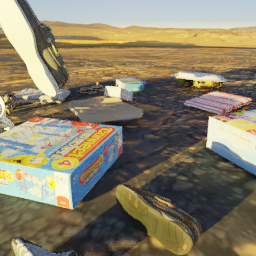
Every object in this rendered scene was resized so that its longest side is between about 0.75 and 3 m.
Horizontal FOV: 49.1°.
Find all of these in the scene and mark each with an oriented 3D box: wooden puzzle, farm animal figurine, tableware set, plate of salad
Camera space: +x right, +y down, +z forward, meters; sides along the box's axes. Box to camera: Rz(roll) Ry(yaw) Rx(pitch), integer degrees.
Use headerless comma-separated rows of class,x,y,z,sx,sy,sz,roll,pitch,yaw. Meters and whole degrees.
wooden puzzle,-0.805,-0.513,9.345,2.022,0.505,2.183,-7,20,-20
farm animal figurine,-4.637,-0.951,10.254,1.416,0.738,1.400,7,21,19
tableware set,-1.762,-1.970,13.711,0.933,0.283,1.411,14,24,34
plate of salad,3.670,-2.465,14.484,2.903,0.697,2.903,5,15,-1

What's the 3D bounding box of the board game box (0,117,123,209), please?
board game box,-1.692,0.552,6.168,2.478,0.707,2.530,6,21,18

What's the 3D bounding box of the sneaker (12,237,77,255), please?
sneaker,-1.008,1.701,3.620,1.059,0.397,0.612,28,28,34

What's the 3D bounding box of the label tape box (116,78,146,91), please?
label tape box,0.170,-2.075,13.702,1.099,0.482,1.523,-8,21,-20

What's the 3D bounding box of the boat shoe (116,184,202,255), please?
boat shoe,0.446,1.342,4.368,0.561,0.575,1.520,-12,31,-44

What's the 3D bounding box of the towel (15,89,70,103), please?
towel,-3.664,-1.359,11.961,2.144,0.370,1.421,1,22,2

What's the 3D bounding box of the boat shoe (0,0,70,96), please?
boat shoe,-2.289,-2.122,7.075,0.992,2.777,0.830,16,52,32

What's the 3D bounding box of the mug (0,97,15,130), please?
mug,-3.917,-0.308,8.112,1.333,0.984,1.169,29,-27,-10

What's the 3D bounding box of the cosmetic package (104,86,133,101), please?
cosmetic package,-0.339,-1.364,11.184,0.648,0.398,1.570,9,2,17

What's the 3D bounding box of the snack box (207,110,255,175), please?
snack box,3.763,0.268,6.599,2.852,0.965,2.405,-7,21,-23

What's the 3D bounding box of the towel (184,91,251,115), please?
towel,3.541,-0.966,10.997,2.245,0.336,1.643,-19,27,-36

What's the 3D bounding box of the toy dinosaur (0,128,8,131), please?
toy dinosaur,-4.110,0.215,7.095,2.561,0.745,1.295,-19,26,-41
